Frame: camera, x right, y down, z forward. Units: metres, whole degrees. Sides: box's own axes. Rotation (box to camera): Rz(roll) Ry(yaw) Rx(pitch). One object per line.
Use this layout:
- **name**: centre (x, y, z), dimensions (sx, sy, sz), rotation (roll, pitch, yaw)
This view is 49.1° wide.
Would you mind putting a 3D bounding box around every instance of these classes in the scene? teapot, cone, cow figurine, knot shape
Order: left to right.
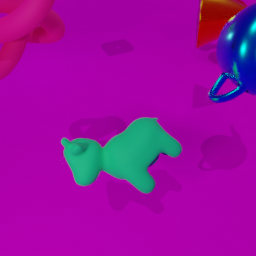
- **knot shape**: centre (-1.665, -1.562, 4.211), dimensions (1.993, 0.921, 1.865), rotation (-41, 8, 3)
- **cow figurine**: centre (-0.138, 0.319, 4.121), dimensions (1.452, 0.810, 1.475), rotation (40, 83, -9)
- **cone**: centre (2.250, -2.422, 6.116), dimensions (1.382, 1.377, 1.377), rotation (5, 40, 10)
- **teapot**: centre (1.769, -1.136, 3.774), dimensions (1.970, 1.225, 0.965), rotation (-54, 32, 1)

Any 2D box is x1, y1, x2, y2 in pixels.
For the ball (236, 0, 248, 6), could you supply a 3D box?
- **ball**: centre (3.487, -3.736, 9.486), dimensions (1.199, 1.199, 1.199), rotation (0, 39, 0)
